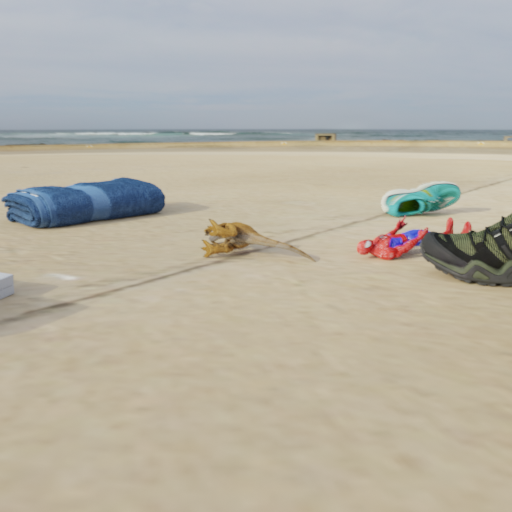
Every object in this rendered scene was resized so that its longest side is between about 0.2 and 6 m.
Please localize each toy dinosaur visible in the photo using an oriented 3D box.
[{"bbox_3d":[-0.229,-0.351,9.854,1.268,0.721,2.387,-12,19,-38],"label":"toy dinosaur"}]

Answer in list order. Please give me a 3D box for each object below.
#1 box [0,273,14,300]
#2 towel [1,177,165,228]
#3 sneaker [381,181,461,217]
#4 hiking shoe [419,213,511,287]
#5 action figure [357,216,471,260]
[{"bbox_3d":[-4.053,0.485,7.064,1.197,0.316,1.535,7,13,13],"label":"box"},{"bbox_3d":[-4.158,-1.364,13.858,1.986,0.863,3.557,13,18,42],"label":"towel"},{"bbox_3d":[4.233,-1.329,14.181,2.069,0.802,0.824,-13,24,-5],"label":"sneaker"},{"bbox_3d":[3.889,-0.327,8.042,2.956,1.488,1.120,7,15,27],"label":"hiking shoe"},{"bbox_3d":[2.742,-0.323,9.950,2.226,0.575,0.728,-14,23,-22],"label":"action figure"}]
